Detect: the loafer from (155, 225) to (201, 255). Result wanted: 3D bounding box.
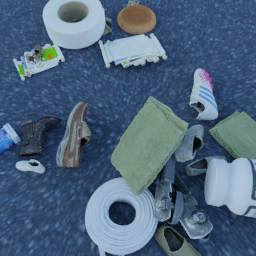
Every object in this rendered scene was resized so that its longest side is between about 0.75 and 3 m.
[{"bbox_3d":[1.476,3.451,7.747,1.838,0.620,0.699,39,66,21],"label":"loafer"}]

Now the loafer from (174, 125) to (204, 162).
[{"bbox_3d":[1.974,0.440,8.347,0.614,0.616,1.761,0,31,36],"label":"loafer"}]

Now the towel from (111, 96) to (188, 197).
[{"bbox_3d":[0.526,0.505,8.089,2.543,0.464,1.887,-57,42,15],"label":"towel"}]

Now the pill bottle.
[{"bbox_3d":[3.845,1.771,8.167,2.885,1.671,1.671,9,59,5],"label":"pill bottle"}]

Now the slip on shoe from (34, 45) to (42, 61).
[{"bbox_3d":[-3.873,-3.273,11.987,0.347,0.277,0.914,2,57,-8],"label":"slip on shoe"}]

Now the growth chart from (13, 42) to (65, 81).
[{"bbox_3d":[-3.787,-2.923,11.943,2.145,0.190,1.552,-29,62,-17],"label":"growth chart"}]

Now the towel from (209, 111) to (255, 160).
[{"bbox_3d":[4.101,0.472,9.716,1.657,0.408,2.234,-30,62,-18],"label":"towel"}]

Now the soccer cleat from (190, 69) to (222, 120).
[{"bbox_3d":[2.728,-1.315,10.578,0.998,0.807,2.311,-8,59,-4],"label":"soccer cleat"}]

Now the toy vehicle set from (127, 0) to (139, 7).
[{"bbox_3d":[0.238,-6.100,13.937,0.478,0.102,0.770,9,59,6],"label":"toy vehicle set"}]

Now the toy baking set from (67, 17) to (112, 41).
[{"bbox_3d":[-2.017,-4.818,13.033,2.508,0.292,1.925,27,62,16],"label":"toy baking set"}]

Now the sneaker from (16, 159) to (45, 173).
[{"bbox_3d":[-3.268,1.183,9.178,1.000,0.578,0.369,7,60,7],"label":"sneaker"}]

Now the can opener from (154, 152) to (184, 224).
[{"bbox_3d":[1.197,1.478,8.091,0.819,0.653,2.448,23,62,-27],"label":"can opener"}]

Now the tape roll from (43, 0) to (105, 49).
[{"bbox_3d":[-2.350,-4.790,12.402,2.638,0.923,2.638,0,62,0],"label":"tape roll"}]

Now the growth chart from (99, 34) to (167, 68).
[{"bbox_3d":[0.169,-3.299,11.961,2.713,0.241,1.963,-10,56,-2],"label":"growth chart"}]

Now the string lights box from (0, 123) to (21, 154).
[{"bbox_3d":[-4.517,0.504,9.694,1.341,0.395,0.689,-36,65,-20],"label":"string lights box"}]

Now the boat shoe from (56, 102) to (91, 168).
[{"bbox_3d":[-1.690,0.245,9.628,0.876,0.924,2.440,12,68,3],"label":"boat shoe"}]

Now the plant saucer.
[{"bbox_3d":[0.421,-5.188,13.178,1.844,0.345,1.844,1,62,-1],"label":"plant saucer"}]

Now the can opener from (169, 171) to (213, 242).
[{"bbox_3d":[1.535,2.172,8.578,0.742,0.930,2.782,-22,48,-12],"label":"can opener"}]

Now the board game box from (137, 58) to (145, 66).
[{"bbox_3d":[0.441,-3.021,11.944,0.852,0.263,0.853,24,61,14],"label":"board game box"}]

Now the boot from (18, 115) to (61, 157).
[{"bbox_3d":[-3.055,0.328,9.783,1.577,0.546,1.373,-13,62,1],"label":"boot"}]

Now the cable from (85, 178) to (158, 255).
[{"bbox_3d":[-0.198,2.526,8.226,2.156,0.746,2.156,-27,62,-17],"label":"cable"}]

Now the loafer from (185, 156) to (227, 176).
[{"bbox_3d":[2.602,1.201,9.199,1.458,0.509,0.510,-17,60,-10],"label":"loafer"}]
